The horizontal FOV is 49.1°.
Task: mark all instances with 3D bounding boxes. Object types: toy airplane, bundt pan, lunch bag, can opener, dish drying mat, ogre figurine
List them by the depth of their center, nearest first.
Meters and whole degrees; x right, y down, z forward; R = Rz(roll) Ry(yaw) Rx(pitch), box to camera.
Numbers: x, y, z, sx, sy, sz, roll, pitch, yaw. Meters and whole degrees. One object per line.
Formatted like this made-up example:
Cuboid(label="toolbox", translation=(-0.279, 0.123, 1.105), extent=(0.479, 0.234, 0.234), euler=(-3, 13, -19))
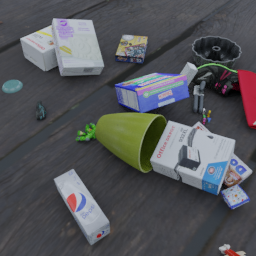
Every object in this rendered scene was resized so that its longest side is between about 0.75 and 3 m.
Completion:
Cuboid(label="toy airplane", translation=(2.962, 3.720, 7.965), extent=(0.827, 0.583, 0.823), euler=(3, 8, 15))
Cuboid(label="lunch bag", translation=(3.460, 2.259, 8.997), extent=(0.660, 0.481, 0.776), euler=(-27, 12, 4))
Cuboid(label="ogre figurine", translation=(-1.585, 0.187, 11.267), extent=(0.602, 0.492, 1.004), euler=(15, 31, 37))
Cuboid(label="dish drying mat", translation=(5.372, -1.256, 12.004), extent=(1.084, 0.257, 2.824), euler=(8, 64, -14))
Cuboid(label="can opener", translation=(3.211, -1.426, 12.711), extent=(0.469, 0.593, 1.784), euler=(9, 53, 9))
Cuboid(label="bundt pan", translation=(4.511, -3.748, 14.582), extent=(2.508, 0.941, 2.508), euler=(-1, 47, 1))

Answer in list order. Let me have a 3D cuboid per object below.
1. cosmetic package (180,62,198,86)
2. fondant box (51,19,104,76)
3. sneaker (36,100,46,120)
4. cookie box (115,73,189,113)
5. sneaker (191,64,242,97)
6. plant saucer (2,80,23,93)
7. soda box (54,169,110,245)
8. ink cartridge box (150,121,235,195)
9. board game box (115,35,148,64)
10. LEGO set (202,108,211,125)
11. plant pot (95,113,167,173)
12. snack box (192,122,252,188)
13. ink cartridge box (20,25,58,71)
Cuboid(label="cosmetic package", translation=(2.729, -2.431, 12.998), extent=(0.422, 1.041, 0.588), euler=(13, 35, -21))
Cuboid(label="fondant box", translation=(-2.537, -4.014, 13.913), extent=(2.023, 0.817, 2.805), euler=(-8, 71, -25))
Cuboid(label="sneaker", translation=(-3.804, -0.784, 12.268), extent=(0.424, 0.404, 1.071), euler=(2, 52, -18))
Cuboid(label="cookie box", translation=(0.918, -1.565, 11.738), extent=(2.212, 0.972, 2.586), euler=(-19, 19, -17))
Cuboid(label="sneaker", translation=(4.382, -2.153, 12.970), extent=(2.983, 1.145, 1.249), euler=(12, 44, 12))
Cuboid(label="plant saucer", translation=(-5.603, -2.053, 13.526), extent=(0.975, 0.175, 0.975), euler=(0, 48, 0))
Cuboid(label="soda box", translation=(-1.482, 2.448, 8.916), extent=(0.737, 0.793, 2.323), euler=(-27, 53, -23))
Cuboid(label="ink cartridge box", translation=(2.221, 0.974, 9.699), extent=(2.395, 1.002, 1.737), euler=(18, 66, 25))
Cuboid(label="board game box", translation=(0.239, -4.425, 15.583), extent=(1.507, 0.385, 2.225), euler=(7, 47, 7))
Cuboid(label="LEGO set", translation=(3.393, -0.556, 12.013), extent=(0.322, 0.347, 0.845), euler=(7, 47, 5))
Cuboid(label="plant pot", translation=(-0.031, 0.288, 10.279), extent=(2.233, 2.089, 2.089), euler=(16, 48, 28))
Cuboid(label="snack box", translation=(3.170, 0.959, 10.312), extent=(0.965, 0.326, 2.683), euler=(-41, 57, 0))
Cuboid(label="ink cartridge box", translation=(-3.956, -4.468, 15.072), extent=(2.031, 1.167, 2.798), euler=(34, 55, 26))
